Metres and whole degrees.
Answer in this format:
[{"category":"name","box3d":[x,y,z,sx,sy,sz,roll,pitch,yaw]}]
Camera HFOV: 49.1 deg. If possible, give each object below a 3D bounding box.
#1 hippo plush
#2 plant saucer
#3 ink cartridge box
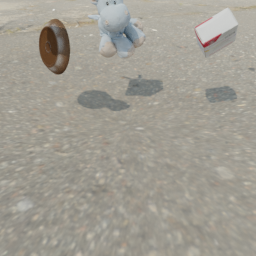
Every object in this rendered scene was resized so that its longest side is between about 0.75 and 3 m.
[{"category":"hippo plush","box3d":[-0.260,-3.404,8.640,1.681,1.697,2.111,-13,69,-9]},{"category":"plant saucer","box3d":[-2.216,-2.351,8.157,0.290,1.586,1.586,-13,33,-41]},{"category":"ink cartridge box","box3d":[2.605,-2.757,8.309,1.064,0.617,1.441,-29,-9,14]}]
